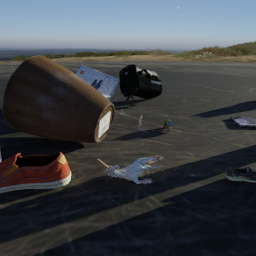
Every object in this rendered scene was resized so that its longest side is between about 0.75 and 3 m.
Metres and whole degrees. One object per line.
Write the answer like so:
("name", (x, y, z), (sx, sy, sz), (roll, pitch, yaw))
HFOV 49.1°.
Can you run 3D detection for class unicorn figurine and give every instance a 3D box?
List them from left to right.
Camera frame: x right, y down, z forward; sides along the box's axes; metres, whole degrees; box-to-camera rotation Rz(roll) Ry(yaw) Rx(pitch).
("unicorn figurine", (0.174, 0.967, 6.586), (1.047, 0.563, 1.525), (-1, -1, 34))

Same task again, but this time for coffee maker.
("coffee maker", (0.671, -2.112, 14.831), (1.470, 2.096, 2.182), (13, 6, 40))

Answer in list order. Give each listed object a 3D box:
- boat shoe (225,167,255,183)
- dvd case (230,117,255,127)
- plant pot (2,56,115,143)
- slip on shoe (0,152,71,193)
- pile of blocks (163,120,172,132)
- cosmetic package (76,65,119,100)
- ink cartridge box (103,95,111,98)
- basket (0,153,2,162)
("boat shoe", (2.755, 1.059, 6.491), (0.960, 0.315, 0.343), (1, 17, 2))
("dvd case", (4.740, -0.250, 11.131), (0.966, 0.104, 1.299), (1, 17, 3))
("plant pot", (-1.929, -0.621, 8.932), (2.786, 2.603, 2.603), (22, 23, 15))
("slip on shoe", (-2.535, 0.930, 6.180), (2.481, 0.759, 0.919), (-4, 19, -6))
("pile of blocks", (1.411, -0.106, 10.215), (0.277, 0.366, 0.892), (0, 17, 0))
("cosmetic package", (-1.719, -2.100, 13.893), (2.107, 0.544, 1.589), (22, 58, 8))
("ink cartridge box", (-2.244, -0.965, 11.873), (1.706, 1.005, 2.963), (-16, 23, -41))
("basket", (-3.667, 0.669, 6.902), (1.012, 0.821, 1.021), (-7, 18, -22))
